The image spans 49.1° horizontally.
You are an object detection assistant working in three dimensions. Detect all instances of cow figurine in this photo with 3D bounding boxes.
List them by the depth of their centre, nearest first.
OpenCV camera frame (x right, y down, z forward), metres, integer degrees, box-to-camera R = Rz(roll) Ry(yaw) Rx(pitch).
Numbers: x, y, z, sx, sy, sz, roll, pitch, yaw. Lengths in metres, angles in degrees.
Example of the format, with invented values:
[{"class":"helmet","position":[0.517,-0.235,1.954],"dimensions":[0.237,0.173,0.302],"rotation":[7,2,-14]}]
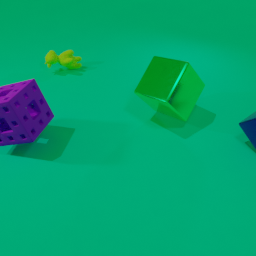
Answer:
[{"class":"cow figurine","position":[-2.425,-2.498,10.376],"dimensions":[1.121,1.139,0.625],"rotation":[-8,76,23]}]

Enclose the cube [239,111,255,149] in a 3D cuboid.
[{"class":"cube","position":[3.544,-0.033,6.795],"dimensions":[0.979,0.979,0.979],"rotation":[-33,87,-10]}]

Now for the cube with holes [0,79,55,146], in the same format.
[{"class":"cube with holes","position":[-2.821,-0.380,7.053],"dimensions":[1.149,1.149,1.149],"rotation":[-7,33,22]}]

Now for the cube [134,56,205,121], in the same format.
[{"class":"cube","position":[1.170,-1.098,7.810],"dimensions":[1.219,1.219,1.219],"rotation":[25,84,42]}]
